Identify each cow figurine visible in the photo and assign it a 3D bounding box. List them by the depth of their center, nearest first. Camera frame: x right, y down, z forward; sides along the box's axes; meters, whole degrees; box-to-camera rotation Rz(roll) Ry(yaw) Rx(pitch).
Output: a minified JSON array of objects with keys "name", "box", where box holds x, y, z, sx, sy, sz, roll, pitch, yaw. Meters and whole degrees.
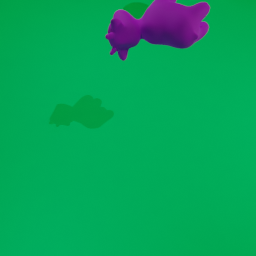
[{"name":"cow figurine","box":[0.487,-1.793,5.118,1.623,0.891,1.597,31,64,31]}]
